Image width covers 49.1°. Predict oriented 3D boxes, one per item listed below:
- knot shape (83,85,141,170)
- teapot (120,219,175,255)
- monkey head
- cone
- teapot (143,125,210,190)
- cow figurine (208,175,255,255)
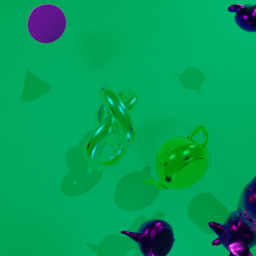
[{"bbox_3d":[-0.282,-0.135,5.661,0.891,1.805,1.928,14,73,-4],"label":"knot shape"},{"bbox_3d":[0.454,2.125,5.444,1.247,0.611,0.776,18,82,-32],"label":"teapot"},{"bbox_3d":[2.826,-2.581,6.303,1.070,0.770,0.645,38,53,5],"label":"monkey head"},{"bbox_3d":[-1.961,-2.492,6.263,0.865,0.865,0.868,-37,56,-6],"label":"cone"},{"bbox_3d":[1.033,0.722,5.920,1.888,1.174,0.924,-51,44,15],"label":"teapot"},{"bbox_3d":[1.922,1.333,4.255,1.606,1.632,0.896,-47,61,-1],"label":"cow figurine"}]
